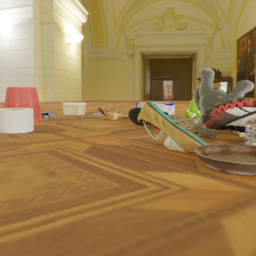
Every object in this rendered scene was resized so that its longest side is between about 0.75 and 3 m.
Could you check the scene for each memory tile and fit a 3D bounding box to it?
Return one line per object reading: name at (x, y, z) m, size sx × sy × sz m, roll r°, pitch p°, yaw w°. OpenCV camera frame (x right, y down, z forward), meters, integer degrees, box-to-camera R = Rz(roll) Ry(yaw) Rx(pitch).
memory tile at (1.959, -0.245, 11.144) m, size 1.589 × 0.174 × 2.074 m, roll 21°, pitch 19°, yaw 35°

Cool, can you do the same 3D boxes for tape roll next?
tape roll at (-3.994, -0.281, 10.015) m, size 1.181 × 0.811 × 1.181 m, roll 0°, pitch 7°, yaw 0°

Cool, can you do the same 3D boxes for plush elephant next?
plush elephant at (3.330, -0.710, 10.291) m, size 1.910 × 2.319 × 1.796 m, roll 17°, pitch -8°, yaw 23°

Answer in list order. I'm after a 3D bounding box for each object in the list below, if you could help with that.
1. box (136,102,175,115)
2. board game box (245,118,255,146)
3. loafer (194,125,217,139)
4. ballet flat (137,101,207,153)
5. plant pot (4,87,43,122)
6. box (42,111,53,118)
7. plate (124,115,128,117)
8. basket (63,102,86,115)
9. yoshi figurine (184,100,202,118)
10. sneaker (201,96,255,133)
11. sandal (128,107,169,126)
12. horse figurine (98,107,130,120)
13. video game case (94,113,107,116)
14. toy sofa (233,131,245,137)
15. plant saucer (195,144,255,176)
box at (1.482, -0.976, 15.327) m, size 1.492 × 0.851 × 1.622 m, roll -4°, pitch 8°, yaw -33°
board game box at (3.553, 0.209, 6.326) m, size 1.557 × 0.754 × 1.241 m, roll 3°, pitch 8°, yaw 30°
loafer at (2.383, 0.180, 8.679) m, size 0.334 × 0.309 × 0.889 m, roll 32°, pitch -1°, yaw -33°
ballet flat at (1.018, 0.126, 6.902) m, size 0.760 × 0.698 × 2.213 m, roll 28°, pitch 11°, yaw -45°
plant pot at (-5.132, -1.157, 13.600) m, size 1.890 × 1.672 × 1.890 m, roll -1°, pitch 7°, yaw 0°
box at (-5.091, -0.734, 15.563) m, size 1.605 × 0.320 × 1.099 m, roll 0°, pitch 7°, yaw -3°
plate at (-0.422, -0.607, 15.386) m, size 0.930 × 0.119 × 0.930 m, roll 0°, pitch 6°, yaw 0°
basket at (-3.349, -1.195, 17.452) m, size 1.240 × 0.765 × 0.840 m, roll 4°, pitch 8°, yaw 24°
yoshi figurine at (3.723, -1.027, 15.427) m, size 1.032 × 1.028 × 1.836 m, roll 12°, pitch 15°, yaw 29°
sneaker at (3.441, -0.181, 7.687) m, size 2.829 × 1.382 × 1.000 m, roll -11°, pitch -14°, yaw 29°
sandal at (0.846, -0.455, 11.936) m, size 1.975 × 0.742 × 0.473 m, roll 6°, pitch 9°, yaw -28°
horse figurine at (-0.714, -0.700, 14.506) m, size 1.692 × 0.422 × 1.122 m, roll 6°, pitch 22°, yaw -20°
video game case at (-1.430, -0.864, 17.429) m, size 0.972 × 0.117 × 1.067 m, roll 5°, pitch 8°, yaw 35°
toy sofa at (3.805, 0.023, 9.235) m, size 0.480 × 0.407 × 0.984 m, roll 0°, pitch 7°, yaw 8°
plant saucer at (2.164, 0.584, 5.318) m, size 1.759 × 0.282 × 1.759 m, roll 0°, pitch 8°, yaw 0°
